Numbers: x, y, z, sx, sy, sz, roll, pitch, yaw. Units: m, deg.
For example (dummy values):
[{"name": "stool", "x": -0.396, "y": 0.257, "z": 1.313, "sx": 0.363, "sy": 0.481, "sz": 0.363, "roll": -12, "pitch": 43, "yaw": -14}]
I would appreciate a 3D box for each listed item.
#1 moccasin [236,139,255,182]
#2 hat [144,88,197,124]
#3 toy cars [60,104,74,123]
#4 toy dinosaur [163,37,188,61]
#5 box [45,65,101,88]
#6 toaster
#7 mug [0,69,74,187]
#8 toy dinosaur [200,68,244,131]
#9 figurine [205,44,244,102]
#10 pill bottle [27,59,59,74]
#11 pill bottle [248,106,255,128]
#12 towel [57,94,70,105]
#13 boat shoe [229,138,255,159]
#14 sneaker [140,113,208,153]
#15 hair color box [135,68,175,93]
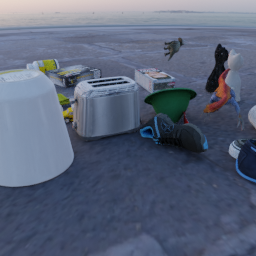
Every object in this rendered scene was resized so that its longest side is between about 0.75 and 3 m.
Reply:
[{"name": "moccasin", "x": 3.712, "y": 0.903, "z": 5.823, "sx": 2.702, "sy": 0.921, "sz": 1.087, "roll": 11, "pitch": 26, "yaw": 17}, {"name": "hat", "x": 1.466, "y": -0.180, "z": 9.084, "sx": 1.749, "sy": 1.858, "sz": 2.111, "roll": -11, "pitch": -12, "yaw": 22}, {"name": "toy cars", "x": -2.339, "y": -0.632, "z": 9.708, "sx": 2.192, "sy": 0.485, "sz": 0.983, "roll": 12, "pitch": 27, "yaw": 25}, {"name": "toy dinosaur", "x": 1.484, "y": -2.626, "z": 9.109, "sx": 0.593, "sy": 0.447, "sz": 1.160, "roll": -11, "pitch": 32, "yaw": 37}, {"name": "box", "x": -2.700, "y": -2.642, "z": 13.994, "sx": 1.741, "sy": 0.531, "sz": 2.198, "roll": 22, "pitch": 32, "yaw": 39}, {"name": "toaster", "x": -0.552, "y": -0.647, "z": 8.489, "sx": 2.378, "sy": 1.536, "sz": 1.351, "roll": -10, "pitch": 27, "yaw": -21}, {"name": "mug", "x": -2.744, "y": -0.181, "z": 6.660, "sx": 2.721, "sy": 2.233, "sz": 2.179, "roll": 5, "pitch": 26, "yaw": 13}, {"name": "toy dinosaur", "x": 2.921, "y": -1.020, "z": 9.137, "sx": 1.292, "sy": 2.461, "sz": 2.233, "roll": -9, "pitch": -10, "yaw": 18}, {"name": "figurine", "x": 3.972, "y": -2.257, "z": 11.396, "sx": 0.891, "sy": 2.020, "sz": 2.071, "roll": -3, "pitch": 25, "yaw": -7}, {"name": "pill bottle", "x": -4.398, "y": -3.066, "z": 14.528, "sx": 1.517, "sy": 0.853, "sz": 0.853, "roll": -14, "pitch": 28, "yaw": -26}, {"name": "pill bottle", "x": 4.184, "y": -0.174, "z": 8.426, "sx": 0.734, "sy": 0.734, "sz": 1.284, "roll": 2, "pitch": 25, "yaw": 4}, {"name": "towel", "x": -3.752, "y": -0.952, "z": 10.686, "sx": 2.841, "sy": 0.257, "sz": 1.223, "roll": -14, "pitch": 29, "yaw": -28}, {"name": "boat shoe", "x": 3.850, "y": 0.473, "z": 6.794, "sx": 2.585, "sy": 0.917, "sz": 0.932, "roll": 7, "pitch": 26, "yaw": 15}, {"name": "sneaker", "x": 1.208, "y": 0.267, "z": 7.637, "sx": 0.890, "sy": 0.796, "sz": 2.173, "roll": -29, "pitch": 28, "yaw": -23}, {"name": "hair color box", "x": 1.186, "y": -2.220, "z": 12.925, "sx": 1.091, "sy": 0.668, "sz": 2.203, "roll": -8, "pitch": 27, "yaw": -17}]
